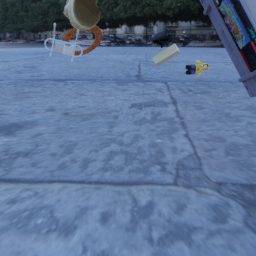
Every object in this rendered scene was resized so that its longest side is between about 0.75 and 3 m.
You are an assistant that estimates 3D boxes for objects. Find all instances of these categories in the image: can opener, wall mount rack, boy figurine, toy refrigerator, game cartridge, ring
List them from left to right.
[{"bbox_3d":[-1.331,-1.774,5.852,0.813,0.706,0.303,11,21,-12],"label":"wall mount rack"},{"bbox_3d":[-1.722,-3.268,10.417,1.610,1.610,0.154,-12,67,-31],"label":"ring"},{"bbox_3d":[0.743,-2.027,6.252,0.372,0.461,1.173,11,14,-6],"label":"can opener"},{"bbox_3d":[1.690,-3.239,12.418,1.143,0.400,0.434,-28,-13,20],"label":"toy refrigerator"},{"bbox_3d":[2.647,-2.231,10.602,1.066,0.663,0.343,-13,19,-30],"label":"boy figurine"},{"bbox_3d":[2.362,-2.038,5.964,0.554,2.888,1.872,-27,-1,11],"label":"game cartridge"}]

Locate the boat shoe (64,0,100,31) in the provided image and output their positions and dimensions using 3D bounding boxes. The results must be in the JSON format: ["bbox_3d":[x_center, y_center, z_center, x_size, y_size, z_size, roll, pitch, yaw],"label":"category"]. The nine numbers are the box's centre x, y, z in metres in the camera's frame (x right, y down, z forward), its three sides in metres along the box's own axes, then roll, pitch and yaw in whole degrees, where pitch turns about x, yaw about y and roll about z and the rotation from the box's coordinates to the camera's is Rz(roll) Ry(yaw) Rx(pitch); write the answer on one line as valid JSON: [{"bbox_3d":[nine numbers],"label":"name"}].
[{"bbox_3d":[-1.521,-3.707,8.808,0.980,0.882,2.716,33,35,-34],"label":"boat shoe"}]
